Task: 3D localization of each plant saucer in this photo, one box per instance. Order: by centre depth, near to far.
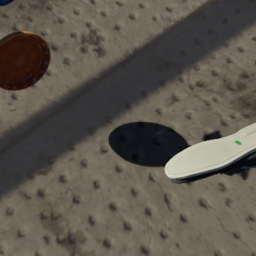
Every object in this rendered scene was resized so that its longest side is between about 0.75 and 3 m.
[{"bbox_3d":[-2.761,-1.698,7.149,1.648,1.648,0.266,-41,64,-12],"label":"plant saucer"}]

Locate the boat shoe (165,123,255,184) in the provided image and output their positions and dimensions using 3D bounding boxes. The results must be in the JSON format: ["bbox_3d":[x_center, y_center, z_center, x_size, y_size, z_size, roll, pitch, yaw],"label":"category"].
[{"bbox_3d":[2.213,0.731,6.180,2.780,0.940,0.998,-20,29,3],"label":"boat shoe"}]

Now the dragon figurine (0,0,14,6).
[{"bbox_3d":[-2.749,-3.077,5.865,2.484,1.235,0.731,-34,101,-10],"label":"dragon figurine"}]
